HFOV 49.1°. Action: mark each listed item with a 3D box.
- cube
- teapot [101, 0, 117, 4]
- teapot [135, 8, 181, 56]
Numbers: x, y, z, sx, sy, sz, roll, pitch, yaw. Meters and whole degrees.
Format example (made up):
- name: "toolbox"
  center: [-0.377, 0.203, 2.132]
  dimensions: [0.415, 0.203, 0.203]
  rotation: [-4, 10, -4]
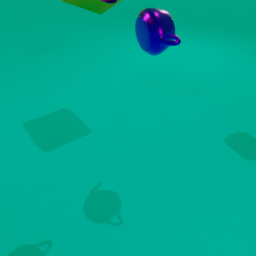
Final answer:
- name: "cube"
  center: [-0.796, -3.628, 6.615]
  dimensions: [1.196, 1.196, 1.196]
  rotation: [1, -6, -42]
- name: "teapot"
  center: [-0.350, -2.019, 3.306]
  dimensions: [0.645, 1.317, 0.819]
  rotation: [-5, 64, 7]
- name: "teapot"
  center: [0.475, -1.641, 4.681]
  dimensions: [0.599, 0.760, 1.222]
  rotation: [-21, 45, -16]
